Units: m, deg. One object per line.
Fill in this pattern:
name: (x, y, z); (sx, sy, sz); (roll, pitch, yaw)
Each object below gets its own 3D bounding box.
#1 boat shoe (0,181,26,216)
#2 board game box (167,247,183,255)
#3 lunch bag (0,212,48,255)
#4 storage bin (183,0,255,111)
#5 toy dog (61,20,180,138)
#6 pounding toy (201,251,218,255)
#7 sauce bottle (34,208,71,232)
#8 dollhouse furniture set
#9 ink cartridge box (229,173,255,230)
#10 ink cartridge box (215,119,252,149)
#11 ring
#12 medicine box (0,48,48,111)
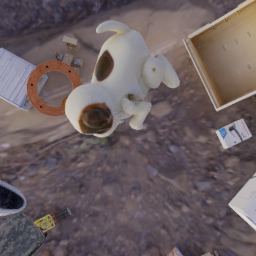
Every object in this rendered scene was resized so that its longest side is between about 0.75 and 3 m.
boat shoe: (-3.090, 1.129, 5.345); (0.853, 2.489, 0.896); (-11, 48, 37)
board game box: (1.493, 4.603, 7.948); (1.350, 0.820, 1.694); (-42, 87, -4)
lunch bag: (-1.844, 1.934, 4.590); (0.660, 0.795, 0.948); (38, 65, 17)
storage bin: (3.244, -2.154, 7.948); (2.494, 1.169, 2.476); (-27, 85, 26)
toy dog: (-0.258, -0.738, 5.439); (1.472, 2.046, 2.110); (27, 71, 36)
pounding toy: (2.457, 4.094, 8.082); (0.522, 1.003, 1.142); (-34, 120, 18)
sauce bottle: (-2.320, 2.773, 8.352); (1.270, 0.411, 0.411); (-29, 85, -3)
dollhouse furniture set: (-1.862, -2.255, 8.730); (0.839, 0.636, 0.957); (17, 85, 2)
ink cartridge box: (4.724, 1.941, 8.002); (2.139, 1.235, 2.929); (44, 86, 4)
ink cartridge box: (3.252, 0.175, 8.627); (0.850, 0.358, 0.615); (-26, 85, -2)
ring: (-2.208, -1.188, 8.490); (1.677, 0.161, 1.677); (-7, 104, -28)
medicine box: (-3.468, -1.452, 8.589); (1.459, 0.751, 1.329); (29, 85, 2)
